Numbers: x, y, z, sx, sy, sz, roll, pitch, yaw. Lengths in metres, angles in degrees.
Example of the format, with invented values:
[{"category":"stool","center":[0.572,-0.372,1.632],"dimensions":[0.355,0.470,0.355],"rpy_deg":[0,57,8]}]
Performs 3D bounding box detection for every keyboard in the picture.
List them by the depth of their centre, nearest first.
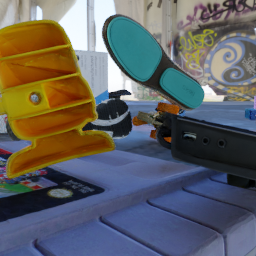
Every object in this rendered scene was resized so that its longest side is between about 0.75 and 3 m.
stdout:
[{"category":"keyboard","center":[1.320,0.225,2.165],"dimensions":[2.878,0.296,1.829],"rpy_deg":[9,6,-43]}]

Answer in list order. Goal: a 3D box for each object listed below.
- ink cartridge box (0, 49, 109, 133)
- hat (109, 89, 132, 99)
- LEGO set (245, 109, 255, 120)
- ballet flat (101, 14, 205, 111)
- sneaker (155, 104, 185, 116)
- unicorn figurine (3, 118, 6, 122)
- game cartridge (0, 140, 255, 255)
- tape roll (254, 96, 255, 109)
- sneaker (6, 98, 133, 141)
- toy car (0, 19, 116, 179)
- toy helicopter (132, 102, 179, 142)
[{"category":"ink cartridge box","center":[-1.886,-0.924,6.826],"dimensions":[2.670,1.931,1.124],"rpy_deg":[-4,7,-30]},{"category":"hat","center":[-0.961,-1.178,13.226],"dimensions":[2.622,1.058,2.622],"rpy_deg":[-4,14,1]},{"category":"LEGO set","center":[2.186,0.042,3.963],"dimensions":[0.755,0.702,1.840],"rpy_deg":[1,8,9]},{"category":"ballet flat","center":[0.369,-1.032,4.894],"dimensions":[2.342,0.797,0.788],"rpy_deg":[36,-1,-30]},{"category":"sneaker","center":[1.744,-0.759,11.544],"dimensions":[1.320,0.547,0.468],"rpy_deg":[5,6,33]},{"category":"unicorn figurine","center":[-1.750,0.040,5.486],"dimensions":[0.818,0.440,1.191],"rpy_deg":[-10,-8,2]},{"category":"game cartridge","center":[-0.554,0.404,1.953],"dimensions":[1.715,0.508,2.645],"rpy_deg":[0,5,-43]},{"category":"tape roll","center":[5.820,-0.788,10.541],"dimensions":[1.984,0.843,1.984],"rpy_deg":[-1,7,0]},{"category":"sneaker","center":[-0.886,0.012,4.413],"dimensions":[0.965,0.889,2.412],"rpy_deg":[-13,-5,31]},{"category":"toy car","center":[-1.575,-0.153,2.090],"dimensions":[2.965,0.987,1.454],"rpy_deg":[-12,10,6]},{"category":"toy helicopter","center":[0.858,-0.078,5.662],"dimensions":[1.690,0.667,1.118],"rpy_deg":[12,3,-39]}]
